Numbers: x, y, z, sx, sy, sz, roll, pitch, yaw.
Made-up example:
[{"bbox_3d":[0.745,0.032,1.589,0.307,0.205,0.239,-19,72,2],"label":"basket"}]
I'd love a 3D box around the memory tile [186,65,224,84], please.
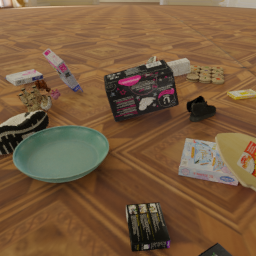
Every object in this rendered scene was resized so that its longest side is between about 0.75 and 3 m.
[{"bbox_3d":[4.134,-2.899,14.925,1.917,0.210,2.501,8,31,14],"label":"memory tile"}]

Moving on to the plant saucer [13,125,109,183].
[{"bbox_3d":[-1.897,0.777,8.204,2.711,0.487,2.711,-1,29,0],"label":"plant saucer"}]

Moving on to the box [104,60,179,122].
[{"bbox_3d":[0.458,-1.441,10.684,2.478,1.422,1.638,-14,30,1],"label":"box"}]

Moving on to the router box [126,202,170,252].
[{"bbox_3d":[0.403,2.107,6.077,0.803,0.275,1.076,-3,30,-5],"label":"router box"}]

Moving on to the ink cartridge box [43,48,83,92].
[{"bbox_3d":[-2.815,-2.405,12.359,0.444,2.116,1.263,-43,57,-7],"label":"ink cartridge box"}]

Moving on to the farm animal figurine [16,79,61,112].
[{"bbox_3d":[-3.473,-1.100,11.244,1.443,0.899,1.787,-34,44,-17],"label":"farm animal figurine"}]

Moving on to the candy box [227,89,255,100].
[{"bbox_3d":[5.156,-1.504,12.521,1.247,0.165,0.637,-8,28,-14],"label":"candy box"}]

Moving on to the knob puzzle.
[{"bbox_3d":[3.360,0.963,7.567,2.595,0.360,2.595,14,39,-11],"label":"knob puzzle"}]

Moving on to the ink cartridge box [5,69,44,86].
[{"bbox_3d":[-5.388,-2.670,14.423,1.491,0.329,1.518,-25,39,-35],"label":"ink cartridge box"}]

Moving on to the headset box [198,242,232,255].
[{"bbox_3d":[1.281,2.925,3.942,2.078,0.964,1.810,-18,34,-29],"label":"headset box"}]

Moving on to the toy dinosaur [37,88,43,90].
[{"bbox_3d":[-4.206,-1.986,13.356,0.509,0.290,0.959,16,27,-25],"label":"toy dinosaur"}]

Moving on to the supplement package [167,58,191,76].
[{"bbox_3d":[2.629,-3.189,14.799,1.157,0.658,0.634,-13,30,-2],"label":"supplement package"}]

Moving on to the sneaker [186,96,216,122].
[{"bbox_3d":[2.806,-0.806,10.541,1.750,0.913,0.526,-24,38,-34],"label":"sneaker"}]

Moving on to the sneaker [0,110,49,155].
[{"bbox_3d":[-3.760,0.144,9.134,0.989,0.912,2.473,2,22,33],"label":"sneaker"}]

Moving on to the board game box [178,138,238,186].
[{"bbox_3d":[2.352,0.921,8.106,1.560,0.322,1.564,9,31,15],"label":"board game box"}]

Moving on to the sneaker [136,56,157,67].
[{"bbox_3d":[0.891,-2.956,14.175,1.118,1.060,2.723,6,30,12],"label":"sneaker"}]
